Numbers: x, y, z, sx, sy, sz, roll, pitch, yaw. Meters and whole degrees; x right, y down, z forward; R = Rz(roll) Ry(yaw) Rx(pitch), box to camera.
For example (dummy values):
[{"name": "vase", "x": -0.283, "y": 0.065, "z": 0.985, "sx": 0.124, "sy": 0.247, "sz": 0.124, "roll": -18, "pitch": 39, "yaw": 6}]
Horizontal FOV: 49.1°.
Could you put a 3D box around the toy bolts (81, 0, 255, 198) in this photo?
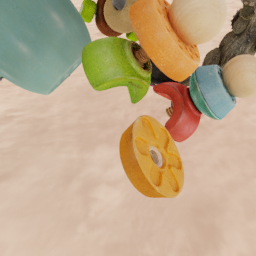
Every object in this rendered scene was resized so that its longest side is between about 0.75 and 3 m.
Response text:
[{"name": "toy bolts", "x": 0.940, "y": -0.411, "z": 3.698, "sx": 2.384, "sy": 1.654, "sz": 2.278, "roll": 8, "pitch": 60, "yaw": -53}]

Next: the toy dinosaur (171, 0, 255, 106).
[{"name": "toy dinosaur", "x": 1.990, "y": -1.419, "z": 5.347, "sx": 1.128, "sy": 2.930, "sz": 1.498, "roll": 34, "pitch": 14, "yaw": 6}]

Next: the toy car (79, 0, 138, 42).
[{"name": "toy car", "x": -0.083, "y": -4.066, "z": 9.218, "sx": 2.351, "sy": 2.258, "sz": 2.862, "roll": 14, "pitch": 16, "yaw": -23}]

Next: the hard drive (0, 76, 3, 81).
[{"name": "hard drive", "x": -4.556, "y": -2.144, "z": 6.784, "sx": 1.974, "sy": 2.825, "sz": 0.534, "roll": -7, "pitch": 54, "yaw": 10}]

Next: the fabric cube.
[{"name": "fabric cube", "x": 0.949, "y": -1.859, "z": 7.546, "sx": 1.387, "sy": 1.414, "sz": 1.409, "roll": 15, "pitch": 17, "yaw": 1}]

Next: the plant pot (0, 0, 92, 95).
[{"name": "plant pot", "x": -1.891, "y": -1.840, "z": 5.895, "sx": 1.873, "sy": 2.333, "sz": 2.333, "roll": 44, "pitch": 35, "yaw": -11}]
